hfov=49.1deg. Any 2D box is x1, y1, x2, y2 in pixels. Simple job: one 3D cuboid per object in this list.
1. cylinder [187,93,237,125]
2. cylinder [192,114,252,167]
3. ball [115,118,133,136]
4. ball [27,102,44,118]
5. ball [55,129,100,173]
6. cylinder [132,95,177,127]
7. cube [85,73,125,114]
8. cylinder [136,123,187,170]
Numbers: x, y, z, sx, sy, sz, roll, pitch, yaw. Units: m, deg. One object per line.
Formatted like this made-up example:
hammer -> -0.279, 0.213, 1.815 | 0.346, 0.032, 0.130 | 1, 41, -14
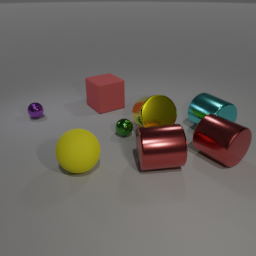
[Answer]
cylinder -> 3.377, -0.560, 11.285 | 1.400, 1.400, 1.400 | -15, 31, -26
cylinder -> 3.167, 0.389, 9.488 | 1.400, 1.400, 1.400 | -20, 34, -33
ball -> -0.151, -0.029, 11.044 | 0.700, 0.700, 0.700 | 0, 28, 0
ball -> -4.109, -0.792, 12.457 | 0.700, 0.700, 0.700 | 0, 28, 0
ball -> -1.578, 0.720, 8.871 | 1.400, 1.400, 1.400 | 0, 28, 0
cylinder -> 0.984, -0.551, 10.800 | 1.400, 1.400, 1.400 | -7, 5, -13
cube -> -1.097, -1.692, 13.454 | 1.400, 1.400, 1.400 | -17, 32, -28
cylinder -> 1.035, 0.603, 9.019 | 1.400, 1.400, 1.400 | -5, 28, -5
